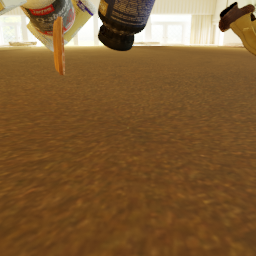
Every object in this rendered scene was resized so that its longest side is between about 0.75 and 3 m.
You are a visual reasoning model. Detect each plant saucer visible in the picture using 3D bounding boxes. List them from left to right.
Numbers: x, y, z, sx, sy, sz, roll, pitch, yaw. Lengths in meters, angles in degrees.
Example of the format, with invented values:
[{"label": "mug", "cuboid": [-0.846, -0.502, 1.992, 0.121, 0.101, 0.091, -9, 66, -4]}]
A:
[{"label": "plant saucer", "cuboid": [-1.445, -1.706, 5.874, 0.190, 1.176, 1.176, -2, 20, -11]}]

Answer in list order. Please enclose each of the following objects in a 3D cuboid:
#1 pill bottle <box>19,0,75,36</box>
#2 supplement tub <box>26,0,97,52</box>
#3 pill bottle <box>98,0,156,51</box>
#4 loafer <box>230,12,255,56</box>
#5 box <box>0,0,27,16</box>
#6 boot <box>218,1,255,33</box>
[{"label": "pill bottle", "cuboid": [-2.375, -3.669, 7.697, 1.398, 1.398, 2.413, 1, -7, 2]}, {"label": "supplement tub", "cuboid": [-2.463, -4.139, 10.361, 1.658, 2.281, 1.658, 44, 11, -11]}, {"label": "pill bottle", "cuboid": [-0.002, -3.515, 7.639, 1.464, 2.618, 1.464, 13, 43, -12]}, {"label": "loafer", "cuboid": [2.399, -1.710, 5.203, 0.560, 0.497, 1.474, 16, 39, -32]}, {"label": "box", "cuboid": [-2.540, -2.088, 4.797, 1.510, 0.516, 0.620, -11, 28, 27]}, {"label": "boot", "cuboid": [3.329, -3.504, 8.512, 1.288, 0.466, 1.072, -37, -17, 9]}]
